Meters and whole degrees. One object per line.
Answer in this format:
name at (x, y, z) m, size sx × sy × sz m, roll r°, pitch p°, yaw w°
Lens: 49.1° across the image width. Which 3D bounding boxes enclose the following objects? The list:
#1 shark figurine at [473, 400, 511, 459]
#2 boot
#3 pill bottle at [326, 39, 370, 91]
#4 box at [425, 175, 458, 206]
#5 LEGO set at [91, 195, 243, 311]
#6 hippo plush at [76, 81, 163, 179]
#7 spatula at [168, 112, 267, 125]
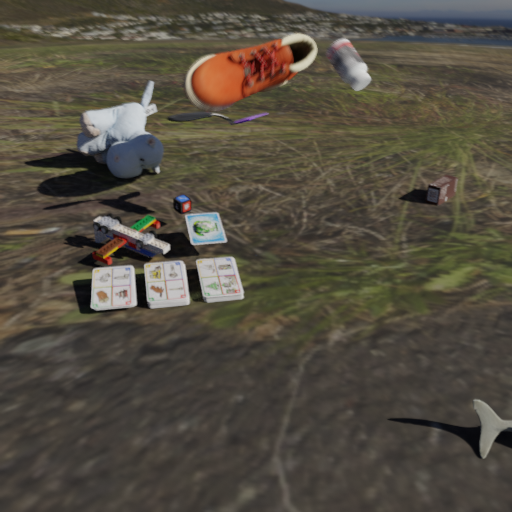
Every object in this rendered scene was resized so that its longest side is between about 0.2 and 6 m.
shark figurine at (3.455, 1.975, 6.131) m, size 1.938 × 0.809 × 1.158 m, roll 24°, pitch 34°, yaw 35°
boot at (-0.092, -3.880, 11.541) m, size 2.957 × 1.109 × 1.585 m, roll -30°, pitch 15°, yaw -33°
pill bottle at (1.623, -3.304, 9.753) m, size 0.460 × 0.460 × 0.831 m, roll -21°, pitch 75°, yaw -36°
box at (4.463, -1.579, 13.462) m, size 0.359 × 0.480 × 0.958 m, roll 21°, pitch 35°, yaw 35°
LEGO set at (-1.782, -0.034, 10.535) m, size 2.508 × 0.824 × 3.357 m, roll -5°, pitch 38°, yaw -12°
hippo plush at (-3.377, -2.955, 15.275) m, size 2.551 × 2.032 × 2.051 m, roll -29°, pitch 68°, yaw -19°
spatula at (-0.777, -2.752, 11.200) m, size 2.167 × 0.223 × 0.612 m, roll -7°, pitch 8°, yaw -33°
